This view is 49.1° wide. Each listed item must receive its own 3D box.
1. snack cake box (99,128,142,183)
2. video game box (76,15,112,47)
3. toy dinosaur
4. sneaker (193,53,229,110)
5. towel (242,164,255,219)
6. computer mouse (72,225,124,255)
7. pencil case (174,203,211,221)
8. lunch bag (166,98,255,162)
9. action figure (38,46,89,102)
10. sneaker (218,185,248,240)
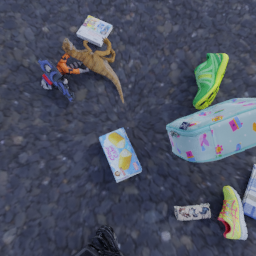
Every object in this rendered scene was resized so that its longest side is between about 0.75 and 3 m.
[{"bbox_3d":[-0.265,0.890,9.270,0.898,0.525,1.562,-22,72,-9],"label":"snack cake box"},{"bbox_3d":[-1.314,-3.821,11.024,1.081,0.253,0.985,27,76,9],"label":"video game box"},{"bbox_3d":[-0.990,-2.335,10.301,2.987,0.902,1.586,35,79,-6],"label":"toy dinosaur"},{"bbox_3d":[2.800,-1.688,10.068,1.015,0.899,2.428,20,68,20],"label":"sneaker"},{"bbox_3d":[4.393,2.164,9.017,1.254,0.203,1.708,24,75,6],"label":"towel"},{"bbox_3d":[-1.293,4.310,8.073,2.768,0.730,1.917,-26,75,-19],"label":"computer mouse"},{"bbox_3d":[1.991,2.601,8.725,1.109,0.432,0.496,-4,98,-1],"label":"pencil case"},{"bbox_3d":[2.587,-0.029,8.172,2.888,2.316,1.113,-18,102,-9],"label":"lunch bag"},{"bbox_3d":[-2.305,-1.852,10.199,1.767,0.956,1.827,-31,98,-3],"label":"action figure"},{"bbox_3d":[3.121,2.606,8.635,0.749,0.648,1.659,-8,72,0],"label":"sneaker"}]
